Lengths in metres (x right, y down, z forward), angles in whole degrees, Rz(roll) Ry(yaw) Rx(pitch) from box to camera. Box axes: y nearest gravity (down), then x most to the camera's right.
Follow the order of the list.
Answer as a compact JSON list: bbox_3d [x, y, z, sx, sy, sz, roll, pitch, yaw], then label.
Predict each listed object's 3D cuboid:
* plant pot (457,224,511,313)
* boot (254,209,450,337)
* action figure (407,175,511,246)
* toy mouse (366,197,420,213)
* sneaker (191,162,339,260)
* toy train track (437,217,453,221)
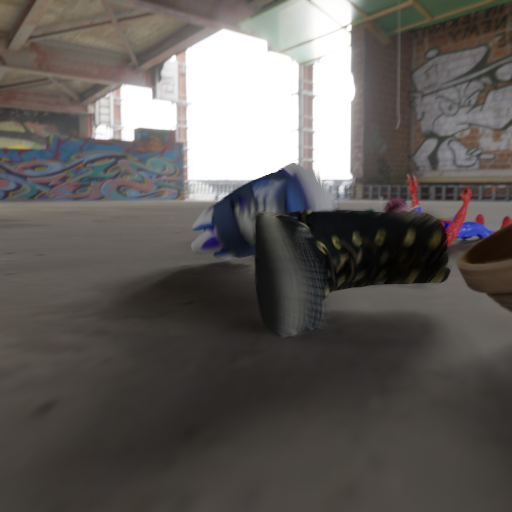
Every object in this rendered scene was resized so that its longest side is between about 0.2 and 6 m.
[{"bbox_3d":[2.611,0.065,4.316,1.855,0.856,1.855,-25,1,0],"label":"plant pot"},{"bbox_3d":[0.928,0.012,5.153,1.873,0.895,2.480,-1,13,-2],"label":"boot"},{"bbox_3d":[4.100,-0.944,11.514,3.090,1.530,1.008,-9,11,-39],"label":"action figure"},{"bbox_3d":[2.198,-0.649,9.982,1.585,0.307,1.408,-25,18,27],"label":"toy mouse"},{"bbox_3d":[0.064,-0.389,8.203,2.096,1.153,2.863,-31,20,2],"label":"sneaker"},{"bbox_3d":[4.631,-0.713,14.111,1.361,0.386,2.373,-4,-2,37],"label":"toy train track"}]
